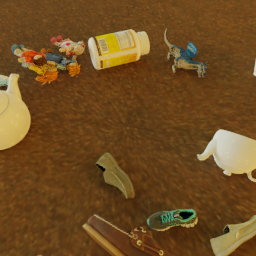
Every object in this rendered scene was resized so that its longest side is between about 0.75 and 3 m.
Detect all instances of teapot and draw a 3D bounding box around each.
[{"bbox_3d":[-4.232,-0.416,8.795,2.107,1.559,2.135,-16,57,-11],"label":"teapot"},{"bbox_3d":[3.148,0.832,8.169,1.625,1.603,1.186,21,92,40],"label":"teapot"}]

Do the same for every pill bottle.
[{"bbox_3d":[-0.337,-3.093,10.890,2.221,1.213,1.213,-15,56,-11],"label":"pill bottle"}]

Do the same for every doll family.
[{"bbox_3d":[-2.808,-2.502,10.684,1.781,1.293,2.870,30,42,28],"label":"doll family"}]

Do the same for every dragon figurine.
[{"bbox_3d":[2.250,-2.890,11.025,1.220,0.722,2.454,-12,60,-9],"label":"dragon figurine"}]

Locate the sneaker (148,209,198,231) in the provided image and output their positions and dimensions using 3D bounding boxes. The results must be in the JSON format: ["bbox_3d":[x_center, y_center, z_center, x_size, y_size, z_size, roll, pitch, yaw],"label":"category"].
[{"bbox_3d":[1.195,2.352,7.412,1.363,0.622,0.529,-7,55,-4],"label":"sneaker"}]

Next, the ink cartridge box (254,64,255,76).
[{"bbox_3d":[5.433,-2.240,10.034,1.100,1.119,1.521,-2,27,-2],"label":"ink cartridge box"}]

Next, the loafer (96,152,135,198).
[{"bbox_3d":[-0.385,1.440,8.096,0.564,0.636,1.672,-28,49,-17],"label":"loafer"}]

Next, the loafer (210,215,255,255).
[{"bbox_3d":[2.783,2.687,7.182,1.617,0.612,0.552,-29,66,-18],"label":"loafer"}]

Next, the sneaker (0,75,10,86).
[{"bbox_3d":[-4.838,-1.691,10.446,1.329,0.491,0.545,13,82,6],"label":"sneaker"}]

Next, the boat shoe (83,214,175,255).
[{"bbox_3d":[0.303,2.960,6.748,2.951,1.039,1.038,34,68,12],"label":"boat shoe"}]
